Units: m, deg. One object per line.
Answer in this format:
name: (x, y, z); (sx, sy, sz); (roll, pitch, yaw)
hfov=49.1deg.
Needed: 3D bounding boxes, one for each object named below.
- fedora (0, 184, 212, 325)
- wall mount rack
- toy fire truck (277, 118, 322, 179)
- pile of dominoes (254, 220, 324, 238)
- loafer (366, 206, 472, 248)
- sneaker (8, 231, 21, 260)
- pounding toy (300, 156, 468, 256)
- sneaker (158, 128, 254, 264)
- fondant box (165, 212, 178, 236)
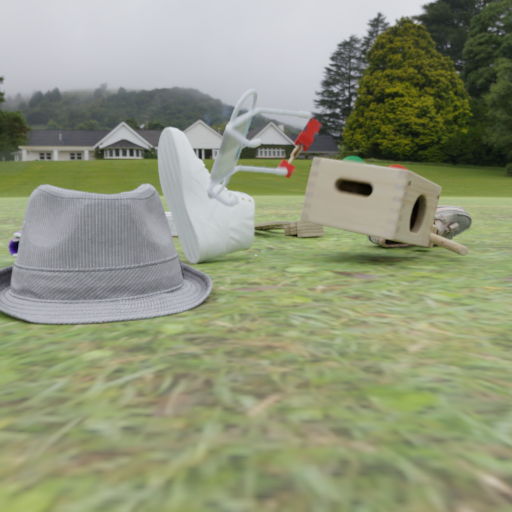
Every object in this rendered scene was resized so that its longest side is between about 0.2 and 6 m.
fedora: (-1.914, -0.193, 6.859); (2.667, 1.362, 3.016); (-2, 8, -16)
wall mount rack: (-0.004, -1.532, 8.201); (0.691, 1.852, 1.609); (35, 42, 12)
toy fire truck: (0.941, -2.339, 12.079); (0.331, 0.958, 1.358); (33, 37, -4)
pile of dominoes: (0.696, -0.649, 14.758); (2.151, 0.439, 2.760); (-4, 1, -26)
loafer: (3.538, -0.504, 11.847); (2.347, 0.844, 0.738); (-8, 26, -9)
sneaker: (-3.707, -0.338, 10.023); (1.324, 0.842, 2.322); (-6, 9, -20)
pounding toy: (2.672, -0.887, 10.122); (2.503, 1.303, 2.849); (15, 6, 34)
sneaker: (-0.835, -1.133, 10.002); (1.405, 2.431, 0.896); (-12, -7, -33)
fondant box: (-2.430, -0.820, 14.434); (1.943, 0.566, 1.402); (-4, 8, -19)
